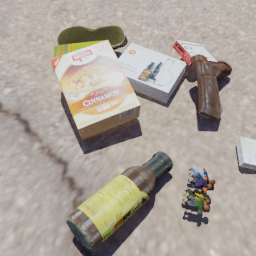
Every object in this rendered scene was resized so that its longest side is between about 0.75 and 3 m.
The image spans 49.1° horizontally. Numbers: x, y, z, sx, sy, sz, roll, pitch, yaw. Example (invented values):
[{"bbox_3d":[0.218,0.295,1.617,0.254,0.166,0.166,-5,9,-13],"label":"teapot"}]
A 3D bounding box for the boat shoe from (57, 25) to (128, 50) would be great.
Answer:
[{"bbox_3d":[-1.293,-3.160,10.287,2.689,0.884,0.961,3,81,22],"label":"boat shoe"}]

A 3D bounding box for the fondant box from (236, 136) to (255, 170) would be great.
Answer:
[{"bbox_3d":[3.373,0.703,7.749,0.620,0.250,0.859,13,54,-8],"label":"fondant box"}]

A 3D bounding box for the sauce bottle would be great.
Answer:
[{"bbox_3d":[-0.035,1.567,6.727,2.954,0.956,0.956,-35,61,-30],"label":"sauce bottle"}]

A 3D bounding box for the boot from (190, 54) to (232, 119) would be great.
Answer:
[{"bbox_3d":[2.798,-1.142,8.899,1.950,0.672,2.092,6,68,-32],"label":"boot"}]

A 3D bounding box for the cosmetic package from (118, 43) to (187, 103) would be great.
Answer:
[{"bbox_3d":[0.685,-1.930,9.559,2.159,0.558,1.628,24,55,14],"label":"cosmetic package"}]

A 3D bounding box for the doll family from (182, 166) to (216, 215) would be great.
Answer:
[{"bbox_3d":[1.809,1.526,6.959,0.780,0.529,1.349,24,62,-2],"label":"doll family"}]

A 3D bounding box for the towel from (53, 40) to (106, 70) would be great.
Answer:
[{"bbox_3d":[-1.689,-2.508,9.738,2.047,0.185,0.881,-1,86,16],"label":"towel"}]

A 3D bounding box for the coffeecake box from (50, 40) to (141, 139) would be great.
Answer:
[{"bbox_3d":[-0.976,-1.182,8.404,1.878,0.894,2.446,-22,70,-9],"label":"coffeecake box"}]

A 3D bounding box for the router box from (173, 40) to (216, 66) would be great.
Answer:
[{"bbox_3d":[2.365,-2.601,9.889,1.248,0.305,1.120,-4,49,-35],"label":"router box"}]
